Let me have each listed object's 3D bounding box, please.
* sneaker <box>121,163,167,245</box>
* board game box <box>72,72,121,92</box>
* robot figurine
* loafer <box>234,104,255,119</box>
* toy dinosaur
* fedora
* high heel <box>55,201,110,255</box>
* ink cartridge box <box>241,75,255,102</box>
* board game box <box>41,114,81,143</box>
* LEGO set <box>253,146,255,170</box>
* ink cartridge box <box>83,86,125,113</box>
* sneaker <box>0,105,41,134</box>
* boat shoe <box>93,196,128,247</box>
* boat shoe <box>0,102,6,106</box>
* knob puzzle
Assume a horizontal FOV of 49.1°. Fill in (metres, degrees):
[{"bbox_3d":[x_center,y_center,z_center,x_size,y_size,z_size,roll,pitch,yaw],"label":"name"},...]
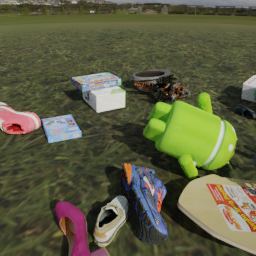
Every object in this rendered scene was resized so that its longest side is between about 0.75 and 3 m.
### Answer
[{"bbox_3d":[0.514,1.675,6.881,1.032,0.991,2.632,-1,28,-12],"label":"sneaker"},{"bbox_3d":[-1.497,-2.218,13.345,1.986,0.342,1.344,-15,30,-27],"label":"board game box"},{"bbox_3d":[1.961,0.230,8.525,2.850,1.649,2.501,23,63,-1],"label":"robot figurine"},{"bbox_3d":[5.104,-0.727,12.222,0.421,0.407,1.198,-8,30,-34],"label":"loafer"},{"bbox_3d":[1.733,-1.847,13.843,2.715,1.387,1.842,-10,7,4],"label":"toy dinosaur"},{"bbox_3d":[1.258,-2.532,15.218,2.099,0.948,1.856,-3,24,9],"label":"fedora"},{"bbox_3d":[-1.263,2.300,5.799,1.001,0.702,2.082,-9,29,-41],"label":"high heel"},{"bbox_3d":[6.883,-1.813,13.760,2.047,0.860,1.482,23,41,38],"label":"ink cartridge box"},{"bbox_3d":[-2.622,-0.013,10.923,1.231,0.298,1.627,-11,29,-20],"label":"board game box"},{"bbox_3d":[3.872,1.016,6.981,0.959,1.273,1.655,10,37,0],"label":"LEGO set"},{"bbox_3d":[-1.300,-1.667,13.602,1.472,0.846,2.513,-12,29,-23],"label":"ink cartridge box"},{"bbox_3d":[-4.640,-0.268,10.805,2.367,0.872,1.027,7,29,14],"label":"sneaker"},{"bbox_3d":[-0.349,2.044,6.589,0.556,0.509,1.489,8,28,15],"label":"boat shoe"},{"bbox_3d":[-6.059,-0.571,11.772,1.854,0.692,0.860,-9,36,-5],"label":"boat shoe"},{"bbox_3d":[2.422,1.984,6.615,2.893,0.401,2.893,8,24,-4],"label":"knob puzzle"}]
